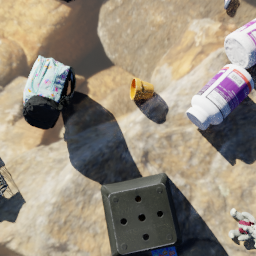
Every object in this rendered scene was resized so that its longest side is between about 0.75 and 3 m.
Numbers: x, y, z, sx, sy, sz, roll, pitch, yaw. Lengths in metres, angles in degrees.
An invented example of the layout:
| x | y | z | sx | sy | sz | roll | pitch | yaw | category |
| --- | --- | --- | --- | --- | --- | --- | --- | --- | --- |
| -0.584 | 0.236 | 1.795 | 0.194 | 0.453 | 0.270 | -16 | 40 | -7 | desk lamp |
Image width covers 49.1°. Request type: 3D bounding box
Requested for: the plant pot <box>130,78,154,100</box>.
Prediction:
| x | y | z | sx | sy | sz | roll | pitch | yaw | category |
| --- | --- | --- | --- | --- | --- | --- | --- | --- | --- |
| 0.562 | -1.496 | 11.015 | 0.781 | 0.853 | 0.853 | 4 | 82 | -15 | plant pot |

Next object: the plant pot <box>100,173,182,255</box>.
| x | y | z | sx | sy | sz | roll | pitch | yaw | category |
| --- | --- | --- | --- | --- | --- | --- | --- | --- | --- |
| 0.421 | 2.946 | 9.448 | 2.652 | 2.353 | 2.646 | -11 | 76 | -1 | plant pot |

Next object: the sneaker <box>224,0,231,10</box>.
| x | y | z | sx | sy | sz | roll | pitch | yaw | category |
| --- | --- | --- | --- | --- | --- | --- | --- | --- | --- |
| 4.157 | -5.404 | 11.819 | 0.368 | 0.315 | 0.897 | 20 | 80 | 21 | sneaker |

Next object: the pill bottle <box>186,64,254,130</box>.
| x | y | z | sx | sy | sz | roll | pitch | yaw | category |
| --- | --- | --- | --- | --- | --- | --- | --- | --- | --- |
| 3.420 | -1.124 | 10.609 | 2.507 | 1.410 | 1.410 | -44 | 84 | -5 | pill bottle |

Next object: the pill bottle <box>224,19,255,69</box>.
| x | y | z | sx | sy | sz | roll | pitch | yaw | category |
| --- | --- | --- | --- | --- | --- | --- | --- | --- | --- |
| 5.307 | -3.580 | 10.907 | 2.721 | 1.528 | 1.528 | -31 | 83 | -4 | pill bottle |

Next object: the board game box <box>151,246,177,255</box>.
| x | y | z | sx | sy | sz | roll | pitch | yaw | category |
| --- | --- | --- | --- | --- | --- | --- | --- | --- | --- |
| 1.332 | 4.617 | 10.375 | 0.891 | 0.264 | 1.172 | -16 | 82 | -2 | board game box |

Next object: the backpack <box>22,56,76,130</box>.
| x | y | z | sx | sy | sz | roll | pitch | yaw | category |
| --- | --- | --- | --- | --- | --- | --- | --- | --- | --- |
| -2.863 | -1.386 | 10.055 | 1.534 | 2.022 | 2.423 | 24 | 56 | -26 | backpack |

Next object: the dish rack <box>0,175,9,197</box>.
| x | y | z | sx | sy | sz | roll | pitch | yaw | category |
| --- | --- | --- | --- | --- | --- | --- | --- | --- | --- |
| -5.674 | 1.818 | 10.621 | 1.801 | 0.641 | 2.348 | -34 | 85 | -3 | dish rack |

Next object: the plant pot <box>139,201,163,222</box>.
| x | y | z | sx | sy | sz | roll | pitch | yaw | category |
| --- | --- | --- | --- | --- | --- | --- | --- | --- | --- |
| 0.823 | 3.020 | 10.304 | 0.983 | 0.961 | 0.955 | -36 | 83 | -15 | plant pot |

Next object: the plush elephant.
| x | y | z | sx | sy | sz | roll | pitch | yaw | category |
| --- | --- | --- | --- | --- | --- | --- | --- | --- | --- |
| 4.421 | 3.657 | 10.127 | 1.320 | 1.022 | 1.087 | 14 | 82 | 2 | plush elephant |
